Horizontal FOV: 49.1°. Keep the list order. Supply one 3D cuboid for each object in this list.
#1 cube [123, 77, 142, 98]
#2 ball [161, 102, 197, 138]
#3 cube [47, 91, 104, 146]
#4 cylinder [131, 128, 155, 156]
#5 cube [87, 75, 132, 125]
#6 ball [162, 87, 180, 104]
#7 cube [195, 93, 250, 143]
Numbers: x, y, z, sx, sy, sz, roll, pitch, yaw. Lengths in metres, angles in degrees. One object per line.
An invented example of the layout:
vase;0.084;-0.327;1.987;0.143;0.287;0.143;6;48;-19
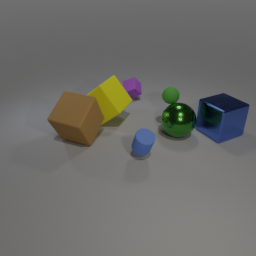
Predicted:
cube;0.221;-2.057;14.320;0.700;0.700;0.700;-16;64;27
ball;2.020;-0.318;11.197;1.400;1.400;1.400;0;30;0
cube;-1.939;-0.362;10.733;1.400;1.400;1.400;13;62;20
cylinder;0.527;0.490;9.708;0.700;0.700;0.700;7;51;-9
cube;-0.942;-1.180;12.164;1.400;1.400;1.400;-29;12;35
ball;1.728;-1.315;11.322;0.700;0.700;0.700;0;30;0
cube;3.802;-0.443;11.418;1.400;1.400;1.400;-15;33;-25
